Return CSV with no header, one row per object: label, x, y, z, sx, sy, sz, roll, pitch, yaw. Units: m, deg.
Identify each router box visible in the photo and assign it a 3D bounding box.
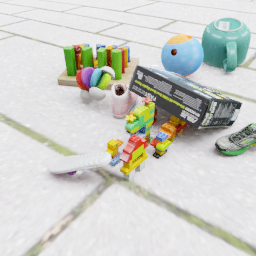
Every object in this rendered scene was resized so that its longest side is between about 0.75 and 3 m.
router box,1.634,-0.932,8.171,2.010,0.833,2.683,-3,29,-47

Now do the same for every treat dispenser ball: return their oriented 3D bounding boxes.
treat dispenser ball,2.037,-2.722,10.582,1.583,1.583,1.583,0,35,0

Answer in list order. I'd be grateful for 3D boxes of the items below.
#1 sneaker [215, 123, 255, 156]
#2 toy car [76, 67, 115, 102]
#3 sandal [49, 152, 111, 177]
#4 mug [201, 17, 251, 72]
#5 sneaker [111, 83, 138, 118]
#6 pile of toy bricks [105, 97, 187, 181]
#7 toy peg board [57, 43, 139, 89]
sneaker,3.005,0.182,7.210,1.639,0.698,0.639,-19,48,-4
toy car,-1.161,-1.540,9.118,1.337,1.003,1.170,-1,58,50
sandal,-1.132,0.918,6.471,1.637,0.402,0.666,-10,19,24
mug,4.221,-3.598,11.723,1.965,1.478,2.391,-26,50,-15
sneaker,-0.083,-1.160,9.003,0.658,0.914,1.749,8,39,14
pile of toy bricks,0.408,-0.097,7.210,1.528,1.360,2.755,26,42,31
toy peg board,-1.075,-2.769,11.012,2.714,1.327,2.703,7,36,9
